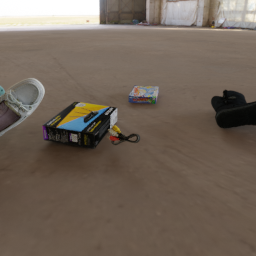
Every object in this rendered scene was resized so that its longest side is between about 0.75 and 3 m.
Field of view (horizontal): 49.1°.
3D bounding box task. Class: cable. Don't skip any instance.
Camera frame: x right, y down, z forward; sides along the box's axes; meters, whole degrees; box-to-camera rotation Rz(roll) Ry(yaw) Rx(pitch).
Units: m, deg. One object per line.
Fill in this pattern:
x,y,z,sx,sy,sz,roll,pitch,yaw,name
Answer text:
-0.162,0.267,7.342,0.269,0.520,1.070,16,2,-43,cable

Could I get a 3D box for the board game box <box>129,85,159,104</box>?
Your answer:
0.685,-1.419,11.725,1.097,0.279,1.620,4,24,8,board game box

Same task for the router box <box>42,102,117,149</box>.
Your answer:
-1.353,-0.156,8.455,1.551,0.531,2.080,8,25,12,router box

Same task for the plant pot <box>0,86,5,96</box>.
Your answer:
-4.742,-0.816,8.367,1.760,1.873,1.873,12,25,6,plant pot

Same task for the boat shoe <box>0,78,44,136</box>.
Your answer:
-3.278,-0.370,7.533,2.460,0.907,0.789,-37,26,0,boat shoe

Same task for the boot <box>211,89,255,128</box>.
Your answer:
3.920,-0.751,9.234,2.237,0.854,1.879,-8,24,17,boot
